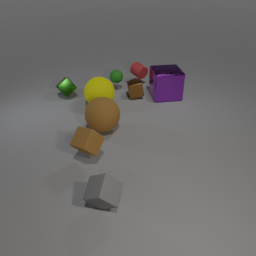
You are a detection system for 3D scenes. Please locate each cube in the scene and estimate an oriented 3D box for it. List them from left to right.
[{"bbox_3d":[-3.046,-2.017,13.755,0.700,0.700,0.700,-45,24,-6],"label":"cube"},{"bbox_3d":[-1.327,0.438,9.172,0.700,0.700,0.700,11,72,36],"label":"cube"},{"bbox_3d":[-0.665,1.712,7.562,0.700,0.700,0.700,-18,46,40],"label":"cube"},{"bbox_3d":[0.362,-1.944,13.831,0.700,0.700,0.700,-12,29,0],"label":"cube"},{"bbox_3d":[1.871,-2.217,13.795,1.400,1.400,1.400,-5,32,-8],"label":"cube"}]

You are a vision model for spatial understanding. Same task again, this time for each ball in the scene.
[{"bbox_3d":[-1.310,-1.640,12.865,1.400,1.400,1.400,0,32,0],"label":"ball"},{"bbox_3d":[-1.006,-0.533,11.043,1.400,1.400,1.400,0,32,0],"label":"ball"},{"bbox_3d":[-0.601,-2.653,14.414,0.700,0.700,0.700,0,32,0],"label":"ball"}]

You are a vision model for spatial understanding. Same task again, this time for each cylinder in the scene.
[{"bbox_3d":[0.588,-3.085,14.997,0.700,0.700,0.700,-23,48,-32],"label":"cylinder"}]
